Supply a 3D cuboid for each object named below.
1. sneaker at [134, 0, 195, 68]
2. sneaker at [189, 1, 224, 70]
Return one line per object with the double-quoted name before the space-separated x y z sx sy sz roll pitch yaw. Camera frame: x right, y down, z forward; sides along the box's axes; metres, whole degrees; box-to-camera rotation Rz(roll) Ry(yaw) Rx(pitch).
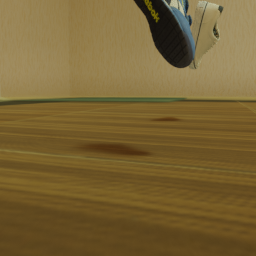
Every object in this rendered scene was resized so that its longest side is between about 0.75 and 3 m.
"sneaker" 0.724 -1.893 4.667 0.763 1.855 0.686 -18 -8 -32
"sneaker" 2.714 -3.096 9.918 0.940 2.656 0.970 19 58 17
